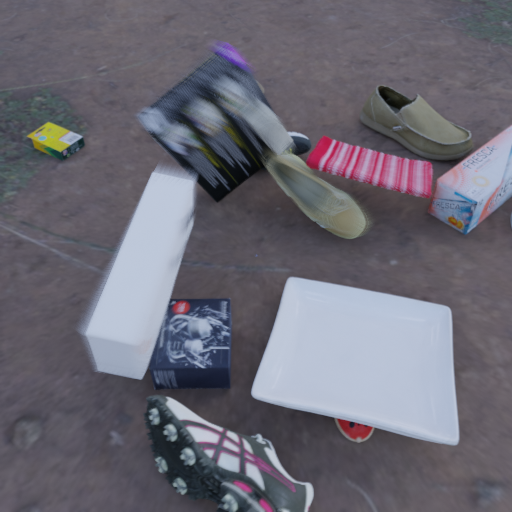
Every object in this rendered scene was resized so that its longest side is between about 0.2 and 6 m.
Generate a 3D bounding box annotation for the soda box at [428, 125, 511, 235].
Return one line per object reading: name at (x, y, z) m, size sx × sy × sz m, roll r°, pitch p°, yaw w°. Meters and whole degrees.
soda box at (5.368, -1.803, 12.873) m, size 3.153 × 1.002 × 1.078 m, roll -34°, pitch 55°, yaw -27°

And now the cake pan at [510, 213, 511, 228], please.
cake pan at (6.947, -0.667, 12.169) m, size 2.586 × 0.474 × 2.586 m, roll 0°, pitch 47°, yaw 0°

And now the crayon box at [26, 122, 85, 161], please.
crayon box at (-5.152, -2.957, 14.420) m, size 1.255 × 0.319 × 0.797 m, roll 26°, pitch 52°, yaw 22°

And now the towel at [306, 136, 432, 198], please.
towel at (2.501, -1.969, 12.172) m, size 2.649 × 0.298 × 1.916 m, roll 17°, pitch 30°, yaw 11°

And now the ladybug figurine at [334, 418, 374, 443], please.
ladybug figurine at (1.624, 2.566, 9.210) m, size 0.674 × 0.357 × 0.993 m, roll -4°, pitch 47°, yaw -4°

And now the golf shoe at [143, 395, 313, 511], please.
golf shoe at (-0.528, 3.099, 8.428) m, size 2.944 × 1.136 × 1.297 m, roll 37°, pitch 36°, yaw 27°

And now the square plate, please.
square plate at (1.778, 1.692, 9.666) m, size 3.138 × 0.451 × 3.168 m, roll 10°, pitch 36°, yaw 10°

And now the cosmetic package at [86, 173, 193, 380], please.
cosmetic package at (-1.819, 0.271, 9.427) m, size 0.827 × 1.348 × 3.267 m, roll 11°, pitch 56°, yaw 3°

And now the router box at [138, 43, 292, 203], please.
router box at (-0.715, -2.602, 11.732) m, size 2.237 × 2.999 × 0.766 m, roll -37°, pitch 62°, yaw 4°

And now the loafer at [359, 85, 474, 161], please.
loafer at (4.077, -3.437, 14.356) m, size 3.151 × 1.063 × 1.198 m, roll 29°, pitch 53°, yaw 24°

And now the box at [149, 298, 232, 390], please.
box at (-1.107, 1.533, 9.881) m, size 1.333 × 0.762 × 1.464 m, roll 0°, pitch 49°, yaw -2°

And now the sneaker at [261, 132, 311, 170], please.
sneaker at (0.444, -2.469, 13.807) m, size 1.896 × 0.706 × 0.802 m, roll -9°, pitch 53°, yaw 4°

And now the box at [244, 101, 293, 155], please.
box at (0.269, -2.581, 11.400) m, size 0.486 × 1.183 × 0.405 m, roll -45°, pitch 58°, yaw 7°

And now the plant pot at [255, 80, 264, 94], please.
plant pot at (-0.795, -4.119, 14.810) m, size 1.738 × 1.738 × 1.167 m, roll 19°, pitch 88°, yaw 17°

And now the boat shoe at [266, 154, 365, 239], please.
boat shoe at (1.236, -1.276, 11.985) m, size 2.487 × 0.907 × 0.782 m, roll 48°, pitch 26°, yaw 15°
